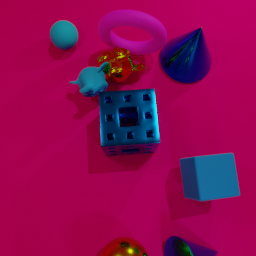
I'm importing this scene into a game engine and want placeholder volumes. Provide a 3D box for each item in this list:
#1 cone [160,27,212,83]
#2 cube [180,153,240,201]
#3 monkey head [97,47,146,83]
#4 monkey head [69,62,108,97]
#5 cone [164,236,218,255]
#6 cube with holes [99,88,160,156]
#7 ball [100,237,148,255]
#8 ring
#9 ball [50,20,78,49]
[{"bbox_3d":[1.809,-2.320,7.829,1.604,1.610,1.604,1,75,-2],"label":"cone"},{"bbox_3d":[1.956,1.181,6.853,1.001,1.001,1.001,-5,82,-11],"label":"cube"},{"bbox_3d":[-0.303,-1.635,7.935,1.601,0.965,1.152,-17,47,7],"label":"monkey head"},{"bbox_3d":[-1.052,-1.269,7.564,1.303,0.937,0.785,-24,88,22],"label":"monkey head"},{"bbox_3d":[1.760,3.198,6.910,1.266,1.261,1.261,-1,73,-28],"label":"cone"},{"bbox_3d":[0.014,-0.092,7.380,1.388,1.388,1.388,-4,75,-1],"label":"cube with holes"},{"bbox_3d":[-0.092,3.205,6.583,1.216,1.216,1.216,0,75,0],"label":"ball"},{"bbox_3d":[0.114,-2.596,7.776,1.935,1.935,0.387,9,79,2],"label":"ring"},{"bbox_3d":[-1.905,-2.772,8.360,0.823,0.823,0.823,0,75,0],"label":"ball"}]
